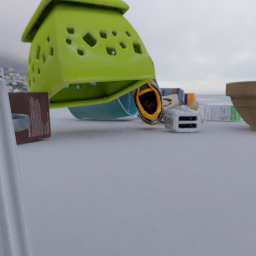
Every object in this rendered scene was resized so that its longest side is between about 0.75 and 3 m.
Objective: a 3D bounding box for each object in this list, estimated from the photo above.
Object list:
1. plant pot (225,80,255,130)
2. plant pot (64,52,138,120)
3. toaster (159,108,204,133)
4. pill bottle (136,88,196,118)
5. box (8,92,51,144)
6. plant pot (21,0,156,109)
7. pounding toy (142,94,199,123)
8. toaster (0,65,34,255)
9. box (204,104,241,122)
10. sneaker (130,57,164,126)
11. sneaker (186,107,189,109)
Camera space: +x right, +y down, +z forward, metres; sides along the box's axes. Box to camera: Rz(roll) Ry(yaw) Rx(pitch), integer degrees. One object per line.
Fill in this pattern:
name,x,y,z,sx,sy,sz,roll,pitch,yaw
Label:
plant pot,4.189,-0.598,7.703,2.900,1.339,2.900,-1,6,0
plant pot,-1.191,-1.518,11.915,2.537,2.700,2.700,-14,0,23
toaster,1.424,-0.198,7.370,1.076,0.611,0.695,1,7,-14
pill bottle,1.741,-1.152,12.953,2.688,1.428,1.428,2,6,17
box,-2.306,-0.228,5.568,0.979,0.969,1.180,3,8,29
plant pot,-1.171,-1.883,7.001,2.488,2.269,2.501,-11,-5,-37
pounding toy,1.452,-0.419,10.115,2.104,1.207,1.203,-7,29,33
toaster,-0.945,0.255,0.515,0.899,1.022,1.583,4,7,45
box,3.996,-0.656,11.715,1.281,0.702,1.452,5,8,28
sneaker,0.411,-1.347,8.039,1.049,2.680,1.035,-24,3,5
sneaker,2.715,-0.591,11.683,0.740,0.556,1.485,0,6,0
